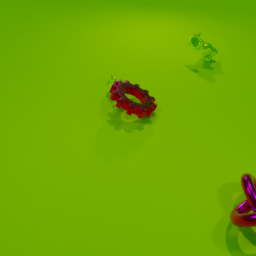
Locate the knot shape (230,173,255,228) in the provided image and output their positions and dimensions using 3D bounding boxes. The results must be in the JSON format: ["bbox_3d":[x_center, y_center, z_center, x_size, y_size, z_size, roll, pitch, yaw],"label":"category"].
[{"bbox_3d":[2.931,1.589,5.980,1.661,0.768,1.555,1,29,-3],"label":"knot shape"}]

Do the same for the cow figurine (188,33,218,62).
[{"bbox_3d":[2.926,-3.177,10.943,1.180,0.658,1.199,48,31,2],"label":"cow figurine"}]

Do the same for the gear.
[{"bbox_3d":[0.167,-0.922,8.740,1.526,0.282,1.526,20,36,-15],"label":"gear"}]

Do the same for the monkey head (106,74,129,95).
[{"bbox_3d":[-0.372,-1.506,9.474,0.621,0.741,1.030,-20,59,-28],"label":"monkey head"}]
